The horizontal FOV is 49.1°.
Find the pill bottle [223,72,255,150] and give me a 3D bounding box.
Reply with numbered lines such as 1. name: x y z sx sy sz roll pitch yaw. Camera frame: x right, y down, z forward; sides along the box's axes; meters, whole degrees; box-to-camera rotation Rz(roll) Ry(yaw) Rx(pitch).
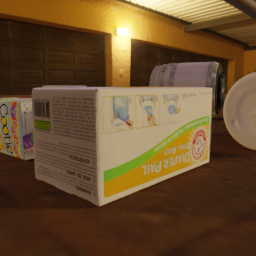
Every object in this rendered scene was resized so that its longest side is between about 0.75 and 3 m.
1. pill bottle: 3.760 -0.455 6.750 2.847 1.704 1.704 -6 10 -41

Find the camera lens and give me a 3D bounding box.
1. camera lens: 2.644 -1.666 12.245 2.921 2.337 2.337 4 9 24

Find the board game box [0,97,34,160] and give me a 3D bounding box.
1. board game box: -2.339 -0.086 6.141 2.126 1.115 1.095 6 11 41

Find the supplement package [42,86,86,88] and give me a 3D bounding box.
1. supplement package: -3.693 -1.769 16.412 2.439 1.426 1.431 -1 8 -12

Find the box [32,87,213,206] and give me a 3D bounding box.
1. box: 0.071 0.024 4.538 1.518 1.368 2.699 8 12 43
